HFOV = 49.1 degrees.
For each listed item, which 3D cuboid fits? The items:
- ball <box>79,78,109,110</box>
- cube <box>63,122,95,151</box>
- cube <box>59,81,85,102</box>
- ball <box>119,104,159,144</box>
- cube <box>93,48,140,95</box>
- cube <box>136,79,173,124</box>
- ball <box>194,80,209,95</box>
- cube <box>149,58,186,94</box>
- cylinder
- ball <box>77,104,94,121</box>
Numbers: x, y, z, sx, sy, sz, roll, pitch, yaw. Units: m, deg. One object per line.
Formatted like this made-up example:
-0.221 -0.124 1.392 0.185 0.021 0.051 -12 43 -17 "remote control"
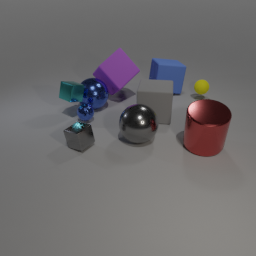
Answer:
-1.550 -1.503 12.336 1.400 1.400 1.400 0 29 0 "ball"
-1.675 0.282 9.682 0.700 0.700 0.700 10 34 35 "cube"
-2.285 -1.482 11.383 0.700 0.700 0.700 22 20 32 "cube"
0.377 -0.151 9.870 1.400 1.400 1.400 0 29 0 "ball"
-0.571 -2.603 13.123 1.400 1.400 1.400 -46 10 -17 "cube"
1.120 -1.116 11.611 1.400 1.400 1.400 4 29 7 "cube"
3.496 -1.942 13.293 0.700 0.700 0.700 0 29 0 "ball"
1.929 -2.630 14.090 1.400 1.400 1.400 2 25 -11 "cube"
2.609 -0.011 9.364 1.400 1.400 1.400 -2 42 2 "cylinder"
-1.716 -0.637 11.330 0.700 0.700 0.700 0 29 0 "ball"
